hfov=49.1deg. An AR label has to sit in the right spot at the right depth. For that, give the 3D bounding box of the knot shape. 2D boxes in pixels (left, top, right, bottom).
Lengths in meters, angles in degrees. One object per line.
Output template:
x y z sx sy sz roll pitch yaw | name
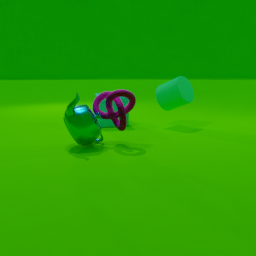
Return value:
-0.280 -0.393 6.552 1.049 0.981 0.485 -10 15 29 | knot shape

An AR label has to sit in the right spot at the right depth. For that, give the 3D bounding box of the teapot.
-0.982 -0.148 6.350 0.770 1.574 0.978 -29 44 1 | teapot

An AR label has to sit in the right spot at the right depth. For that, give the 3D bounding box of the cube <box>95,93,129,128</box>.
-0.540 -0.597 9.169 0.966 0.966 0.966 -3 15 -13 | cube

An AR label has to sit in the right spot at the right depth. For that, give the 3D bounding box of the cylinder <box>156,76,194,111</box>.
1.483 -1.083 8.909 0.880 0.880 0.880 -20 -6 43 | cylinder
